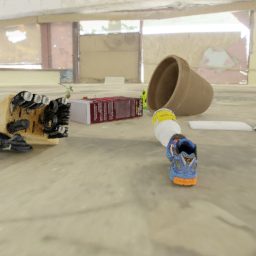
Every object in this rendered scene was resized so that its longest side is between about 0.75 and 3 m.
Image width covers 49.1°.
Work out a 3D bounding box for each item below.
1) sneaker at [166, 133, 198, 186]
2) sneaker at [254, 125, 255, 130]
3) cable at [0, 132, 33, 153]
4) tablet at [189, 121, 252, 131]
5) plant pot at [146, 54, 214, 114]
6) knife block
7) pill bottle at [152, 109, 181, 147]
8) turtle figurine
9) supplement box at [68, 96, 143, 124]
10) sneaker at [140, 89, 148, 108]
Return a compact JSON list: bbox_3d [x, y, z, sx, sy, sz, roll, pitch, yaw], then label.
[{"bbox_3d":[0.909,0.376,4.493,0.503,0.523,1.335,7,23,-1],"label":"sneaker"},{"bbox_3d":[3.987,-0.282,8.097,0.568,0.652,1.449,5,12,25],"label":"sneaker"},{"bbox_3d":[-2.648,0.237,5.349,1.552,0.394,1.266,2,-9,4],"label":"cable"},{"bbox_3d":[2.764,-0.089,8.545,1.695,0.116,1.103,2,11,8],"label":"tablet"},{"bbox_3d":[2.108,-1.414,10.721,2.004,2.297,2.297,14,5,-23],"label":"plant pot"},{"bbox_3d":[-2.240,-0.203,5.567,2.396,0.767,2.104,3,-11,8],"label":"knife block"},{"bbox_3d":[0.895,0.003,6.517,0.586,0.586,1.054,0,27,-2],"label":"pill bottle"},{"bbox_3d":[-2.083,-1.114,11.081,1.603,1.190,1.653,3,13,-9],"label":"turtle figurine"},{"bbox_3d":[-0.769,-0.691,9.979,2.405,0.732,1.309,-10,15,-37],"label":"supplement box"},{"bbox_3d":[1.217,-1.195,12.794,1.085,0.962,2.597,23,0,-20],"label":"sneaker"}]
